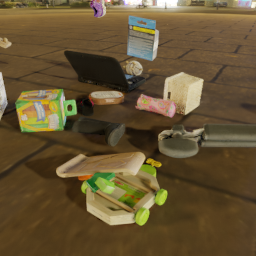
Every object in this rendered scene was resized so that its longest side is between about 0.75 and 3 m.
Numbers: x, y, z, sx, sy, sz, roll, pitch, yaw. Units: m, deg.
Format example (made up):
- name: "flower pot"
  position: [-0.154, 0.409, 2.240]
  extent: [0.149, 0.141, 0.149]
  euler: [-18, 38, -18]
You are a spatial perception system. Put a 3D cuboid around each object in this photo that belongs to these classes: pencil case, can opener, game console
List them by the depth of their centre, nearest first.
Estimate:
- name: "can opener"
  position: [2.132, 0.344, 7.302]
  extent: [2.770, 0.729, 0.921]
  euler: [-3, 62, -3]
- name: "pencil case"
  position: [0.923, -0.738, 9.388]
  extent: [1.322, 0.578, 0.578]
  euler: [16, 31, 29]
- name: "game console"
  position: [-0.895, -2.580, 11.840]
  extent: [2.694, 1.568, 2.369]
  euler: [17, 32, 29]

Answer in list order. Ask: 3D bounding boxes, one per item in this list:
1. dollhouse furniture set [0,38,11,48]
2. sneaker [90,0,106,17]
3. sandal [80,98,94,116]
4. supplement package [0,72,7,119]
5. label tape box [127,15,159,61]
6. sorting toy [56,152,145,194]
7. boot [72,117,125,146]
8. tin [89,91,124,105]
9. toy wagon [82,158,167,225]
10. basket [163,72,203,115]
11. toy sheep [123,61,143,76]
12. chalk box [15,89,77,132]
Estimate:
- name: "dollhouse furniture set"
  position: [-3.747, -3.160, 7.519]
  extent: [1.344, 1.649, 1.568]
  euler: [23, 19, -17]
- name: "sneaker"
  position: [-1.004, -4.013, 8.788]
  extent: [0.450, 1.078, 0.435]
  euler: [-30, 40, -23]
- name: "sandal"
  position: [-1.415, -0.814, 9.773]
  extent: [0.505, 0.303, 1.346]
  euler: [-6, 28, -11]
- name: "supplement package"
  position: [-4.956, -0.861, 8.843]
  extent: [1.707, 1.215, 2.191]
  euler: [-6, 27, -12]
- name: "label tape box"
  position: [0.580, -3.486, 10.717]
  extent: [1.123, 1.557, 0.493]
  euler: [19, 42, 19]
- name: "sorting toy"
  position: [-0.581, 0.880, 5.752]
  extent: [1.617, 0.322, 2.188]
  euler: [-3, 7, 12]
- name: "boot"
  position: [-0.917, 0.066, 7.855]
  extent: [1.408, 0.462, 1.160]
  euler: [12, 19, 14]
- name: "tin"
  position: [-0.780, -1.129, 10.339]
  extent: [1.328, 0.278, 0.744]
  euler: [-5, 34, -21]
- name: "toy wagon"
  position: [0.056, 1.219, 5.744]
  extent: [1.468, 0.374, 1.892]
  euler: [20, 33, 33]
- name: "basket"
  position: [1.876, -1.188, 9.624]
  extent: [0.913, 1.126, 1.136]
  euler: [24, 35, 34]
- name: "toy sheep"
  position: [0.279, -2.799, 13.161]
  extent: [0.784, 0.784, 1.137]
  euler: [-17, 29, -30]
- name: "chalk box"
  position: [-2.393, -0.546, 8.489]
  extent: [1.611, 1.003, 0.998]
  euler: [-4, 27, -4]
